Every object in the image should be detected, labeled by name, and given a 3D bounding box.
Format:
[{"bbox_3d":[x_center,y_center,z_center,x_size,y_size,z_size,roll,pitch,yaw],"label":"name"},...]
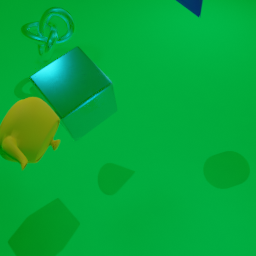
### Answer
[{"bbox_3d":[-1.257,0.096,3.686,0.713,0.906,1.457,27,21,-5],"label":"teapot"},{"bbox_3d":[-2.519,-2.882,8.489,1.553,0.767,1.660,26,86,22],"label":"knot shape"},{"bbox_3d":[1.213,-2.475,5.305,0.911,0.914,0.911,-21,41,20],"label":"cone"},{"bbox_3d":[-0.884,-0.562,4.823,0.982,0.982,0.982,-37,70,-12],"label":"cube"}]
